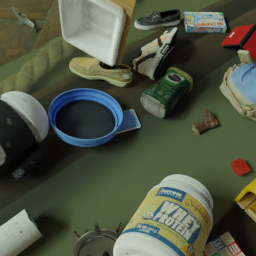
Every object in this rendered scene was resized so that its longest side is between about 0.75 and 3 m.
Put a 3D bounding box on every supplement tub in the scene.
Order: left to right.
[{"bbox_3d":[0.902,2.290,6.260,1.668,1.668,2.307,25,40,17],"label":"supplement tub"}]

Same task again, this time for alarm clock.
[{"bbox_3d":[-0.581,3.325,6.397,1.485,0.733,2.202,-9,58,-7],"label":"alarm clock"}]

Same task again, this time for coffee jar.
[{"bbox_3d":[1.437,-1.317,9.605,1.064,0.870,2.040,34,62,23],"label":"coffee jar"}]

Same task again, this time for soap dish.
[{"bbox_3d":[-0.884,-3.223,8.172,2.174,2.763,1.122,30,72,1],"label":"soap dish"}]

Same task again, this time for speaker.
[{"bbox_3d":[-3.097,2.868,6.626,1.986,0.807,0.807,-35,62,-23],"label":"speaker"}]

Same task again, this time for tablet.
[{"bbox_3d":[-0.276,-0.179,9.275,1.238,0.085,0.806,-16,56,-10],"label":"tablet"}]

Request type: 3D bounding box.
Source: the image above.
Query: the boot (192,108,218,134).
[{"bbox_3d":[2.407,-0.225,9.219,0.860,0.276,0.801,-22,55,-10],"label":"boot"}]

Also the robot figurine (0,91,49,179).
[{"bbox_3d":[-3.663,0.235,7.957,1.825,2.198,2.925,14,50,47],"label":"robot figurine"}]

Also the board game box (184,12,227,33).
[{"bbox_3d":[3.384,-4.673,12.384,1.712,0.295,1.159,1,54,0],"label":"board game box"}]

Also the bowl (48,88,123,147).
[{"bbox_3d":[-1.326,-0.356,8.855,2.297,0.451,2.297,6,47,-6],"label":"bowl"}]

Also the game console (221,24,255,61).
[{"bbox_3d":[4.886,-3.512,11.643,1.362,0.938,1.580,9,47,46],"label":"game console"}]

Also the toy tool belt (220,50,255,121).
[{"bbox_3d":[4.349,-1.140,8.946,1.756,1.729,2.813,-28,59,-19],"label":"toy tool belt"}]

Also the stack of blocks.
[{"bbox_3d":[2.371,3.481,6.349,1.044,0.531,1.814,-24,58,-16],"label":"stack of blocks"}]

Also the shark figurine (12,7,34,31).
[{"bbox_3d":[-4.560,-4.653,12.369,1.330,0.795,0.555,41,88,7],"label":"shark figurine"}]

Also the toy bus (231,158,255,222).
[{"bbox_3d":[4.124,1.480,7.315,2.408,1.319,2.552,6,55,4],"label":"toy bus"}]

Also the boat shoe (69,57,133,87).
[{"bbox_3d":[-1.007,-2.294,10.263,2.492,0.949,0.893,14,55,10],"label":"boat shoe"}]

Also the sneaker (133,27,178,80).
[{"bbox_3d":[1.105,-3.078,10.813,1.101,1.015,2.753,22,57,17],"label":"sneaker"}]

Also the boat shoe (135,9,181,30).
[{"bbox_3d":[1.328,-4.823,12.249,2.086,0.691,0.729,-7,54,-5],"label":"boat shoe"}]
